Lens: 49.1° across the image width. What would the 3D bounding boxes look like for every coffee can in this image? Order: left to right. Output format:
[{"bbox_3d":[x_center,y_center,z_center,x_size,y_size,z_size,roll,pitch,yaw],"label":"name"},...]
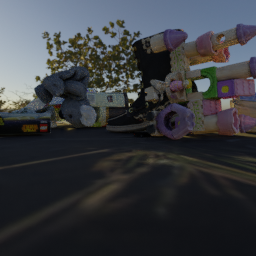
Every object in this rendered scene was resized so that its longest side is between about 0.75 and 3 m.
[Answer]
[{"bbox_3d":[-1.066,-0.774,11.673,1.993,1.459,1.459,0,2,-11],"label":"coffee can"}]

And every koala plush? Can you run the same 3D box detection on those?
[{"bbox_3d":[-1.856,-0.931,9.692,1.857,2.021,1.792,-29,9,-29],"label":"koala plush"}]

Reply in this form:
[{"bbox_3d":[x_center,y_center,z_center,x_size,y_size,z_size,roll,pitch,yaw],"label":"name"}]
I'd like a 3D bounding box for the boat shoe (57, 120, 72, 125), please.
[{"bbox_3d":[-3.189,-0.610,16.230,0.899,0.856,2.497,1,2,33],"label":"boat shoe"}]

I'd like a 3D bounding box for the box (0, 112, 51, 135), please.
[{"bbox_3d":[-2.967,-0.085,5.751,2.318,0.462,1.587,-1,2,-33],"label":"box"}]

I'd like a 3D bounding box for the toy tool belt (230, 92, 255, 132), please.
[{"bbox_3d":[3.722,-0.604,6.960,2.317,1.424,1.447,1,2,24],"label":"toy tool belt"}]

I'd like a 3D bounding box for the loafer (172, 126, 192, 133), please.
[{"bbox_3d":[1.530,-0.205,7.195,0.634,0.616,1.736,-2,3,-45],"label":"loafer"}]

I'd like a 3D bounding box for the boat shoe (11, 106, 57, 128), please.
[{"bbox_3d":[-3.091,-0.359,9.058,0.926,0.806,2.513,1,2,16],"label":"boat shoe"}]

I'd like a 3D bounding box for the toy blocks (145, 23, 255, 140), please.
[{"bbox_3d":[1.613,-0.832,4.932,1.816,2.016,2.157,-5,-5,36],"label":"toy blocks"}]

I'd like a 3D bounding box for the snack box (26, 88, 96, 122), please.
[{"bbox_3d":[-3.049,-0.997,12.788,2.103,0.783,2.957,-29,-11,38],"label":"snack box"}]

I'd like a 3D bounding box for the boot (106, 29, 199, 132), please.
[{"bbox_3d":[0.433,-0.954,6.596,2.649,1.995,0.969,-12,-4,43],"label":"boot"}]

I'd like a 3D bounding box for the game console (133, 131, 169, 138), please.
[{"bbox_3d":[0.527,0.120,5.215,0.830,0.100,0.489,2,3,44],"label":"game console"}]
